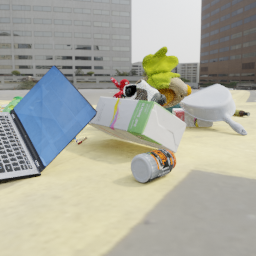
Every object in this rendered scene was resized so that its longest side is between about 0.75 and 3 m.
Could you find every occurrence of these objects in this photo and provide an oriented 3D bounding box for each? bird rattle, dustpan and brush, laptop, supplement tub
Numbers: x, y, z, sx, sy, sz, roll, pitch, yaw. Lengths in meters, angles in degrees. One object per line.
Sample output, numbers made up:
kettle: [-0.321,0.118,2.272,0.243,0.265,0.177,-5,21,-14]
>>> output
bird rattle: [0.840,-1.220,9.861,2.388,1.650,2.929,20,-40,-32]
dustpan and brush: [3.343,-0.604,10.200,1.955,0.802,2.801,-22,29,-10]
laptop: [-2.358,-0.260,5.638,2.483,1.439,2.325,-4,35,-37]
supplement tub: [0.506,0.688,5.291,0.524,0.524,0.855,9,14,43]

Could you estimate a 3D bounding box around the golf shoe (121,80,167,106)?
golf shoe: [0.201,-0.884,8.864,0.921,1.120,2.370,-50,15,-29]

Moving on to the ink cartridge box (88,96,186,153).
ink cartridge box: [0.055,-0.157,7.509,2.533,0.853,1.483,12,-12,46]

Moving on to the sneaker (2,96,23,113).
sneaker: [-3.685,-0.400,9.025,0.984,1.110,2.657,-20,2,41]

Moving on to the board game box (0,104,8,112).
board game box: [-5.536,-0.373,9.959,2.934,0.502,1.973,-8,9,12]

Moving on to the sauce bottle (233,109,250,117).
sauce bottle: [5.557,-0.736,13.898,0.339,0.339,1.049,-5,11,-27]

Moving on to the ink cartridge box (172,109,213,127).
ink cartridge box: [2.766,-0.425,11.290,1.847,0.623,1.076,0,12,3]

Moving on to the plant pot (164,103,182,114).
plant pot: [2.146,-1.492,14.486,1.386,2.057,2.057,35,-1,-18]

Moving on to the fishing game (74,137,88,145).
fishing game: [-2.099,0.151,8.478,1.667,0.259,1.193,12,11,6]
